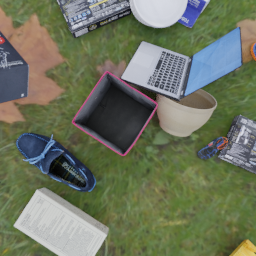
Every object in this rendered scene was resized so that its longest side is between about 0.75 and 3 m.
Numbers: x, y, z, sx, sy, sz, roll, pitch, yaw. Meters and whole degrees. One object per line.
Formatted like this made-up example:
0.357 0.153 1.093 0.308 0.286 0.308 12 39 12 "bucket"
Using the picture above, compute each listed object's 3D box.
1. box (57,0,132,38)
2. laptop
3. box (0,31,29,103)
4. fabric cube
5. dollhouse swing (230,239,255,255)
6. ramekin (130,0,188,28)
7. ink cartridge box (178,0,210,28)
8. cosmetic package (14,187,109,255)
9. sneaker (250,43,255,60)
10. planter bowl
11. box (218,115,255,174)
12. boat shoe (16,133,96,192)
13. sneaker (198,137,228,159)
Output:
-1.179 -4.183 9.221 2.136 0.524 1.722 -25 85 -3 "box"
1.523 -2.116 7.851 2.690 1.559 2.518 20 42 3 "laptop"
-2.945 -1.145 5.349 1.568 0.816 1.427 -23 59 -37 "box"
-0.307 -0.328 8.119 1.719 1.714 1.687 34 88 4 "fabric cube"
3.414 4.050 8.057 1.194 1.085 1.049 -43 64 -5 "dollhouse swing"
0.867 -4.025 8.734 1.811 0.843 1.811 -4 104 -18 "ramekin"
1.668 -5.209 9.314 2.808 0.571 2.814 30 85 3 "ink cartridge box"
-1.890 2.910 8.216 2.393 0.875 1.239 32 84 4 "cosmetic package"
4.637 -2.025 8.862 0.702 0.731 1.863 -38 85 -3 "sneaker"
1.578 -0.488 8.303 1.741 1.741 1.172 15 122 2 "planter bowl"
3.956 0.627 8.686 1.842 0.458 1.453 23 84 3 "box"
-2.146 0.920 8.404 2.760 0.947 1.161 27 84 3 "boat shoe"
2.634 0.625 8.751 1.023 0.401 0.385 -34 95 13 "sneaker"
